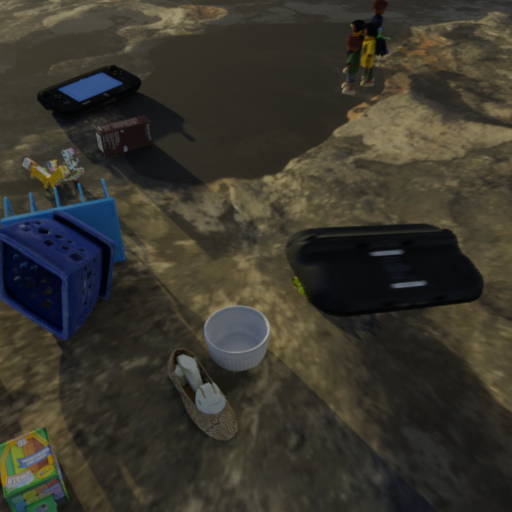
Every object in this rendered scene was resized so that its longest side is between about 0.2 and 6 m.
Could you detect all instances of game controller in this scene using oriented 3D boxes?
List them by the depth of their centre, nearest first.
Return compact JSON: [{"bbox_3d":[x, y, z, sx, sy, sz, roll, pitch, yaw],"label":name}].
[{"bbox_3d":[1.753,0.143,7.471,2.699,0.568,1.408,-4,54,-23],"label":"game controller"},{"bbox_3d":[-4.710,-4.732,16.004,1.525,0.616,2.923,25,46,29],"label":"game controller"}]

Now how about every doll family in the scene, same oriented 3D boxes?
[{"bbox_3d":[2.123,-4.107,10.847,0.847,1.247,2.158,3,43,6],"label":"doll family"}]

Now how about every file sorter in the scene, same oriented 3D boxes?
[{"bbox_3d":[-3.517,-0.530,10.256,1.873,1.300,1.149,-14,37,-17],"label":"file sorter"}]

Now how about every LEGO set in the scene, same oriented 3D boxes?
[{"bbox_3d":[-4.455,-1.923,12.523,1.702,0.783,0.633,-1,15,37],"label":"LEGO set"}]

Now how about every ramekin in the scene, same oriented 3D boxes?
[{"bbox_3d":[-0.290,1.289,8.561,1.002,0.526,1.002,0,38,0],"label":"ramekin"}]

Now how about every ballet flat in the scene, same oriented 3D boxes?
[{"bbox_3d":[-0.802,1.874,7.828,0.566,0.524,1.605,-24,45,-29],"label":"ballet flat"}]

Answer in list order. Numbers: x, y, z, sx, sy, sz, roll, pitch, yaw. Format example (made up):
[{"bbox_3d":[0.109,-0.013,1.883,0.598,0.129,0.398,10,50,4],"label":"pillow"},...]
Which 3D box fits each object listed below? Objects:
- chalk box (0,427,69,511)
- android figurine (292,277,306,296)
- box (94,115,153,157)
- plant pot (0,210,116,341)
[{"bbox_3d":[-2.667,2.707,6.720,0.614,0.611,0.987,-19,42,-22],"label":"chalk box"},{"bbox_3d":[1.079,0.487,9.852,0.838,0.172,0.763,22,43,27],"label":"android figurine"},{"bbox_3d":[-3.227,-2.938,13.745,1.292,0.647,0.484,-22,44,-23],"label":"box"},{"bbox_3d":[-3.150,0.201,9.053,1.487,1.487,1.337,29,40,15],"label":"plant pot"}]
